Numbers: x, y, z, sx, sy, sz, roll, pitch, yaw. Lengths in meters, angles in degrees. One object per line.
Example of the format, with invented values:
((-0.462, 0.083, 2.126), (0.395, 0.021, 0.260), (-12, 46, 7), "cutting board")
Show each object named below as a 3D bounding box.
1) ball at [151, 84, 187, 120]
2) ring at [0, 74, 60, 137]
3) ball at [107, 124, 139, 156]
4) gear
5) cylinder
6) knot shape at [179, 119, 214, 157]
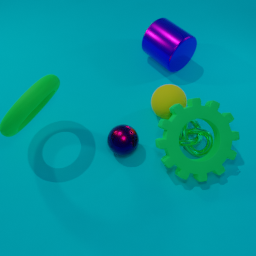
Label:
((1.113, -0.704, 7.626), (0.960, 0.960, 0.960), (0, 55, 0), "ball")
((-2.273, -0.529, 6.559), (0.367, 1.834, 1.834), (42, 60, -11), "ring")
((-0.123, 0.305, 7.060), (0.799, 0.799, 0.799), (0, 55, 0), "ball")
((1.645, 0.272, 6.668), (1.932, 0.357, 1.932), (0, 93, -7), "gear")
((1.286, -2.596, 8.797), (1.251, 1.251, 1.251), (-34, 62, -21), "cylinder")
((1.573, 0.249, 7.273), (1.046, 0.517, 1.118), (-14, 56, -9), "knot shape")
